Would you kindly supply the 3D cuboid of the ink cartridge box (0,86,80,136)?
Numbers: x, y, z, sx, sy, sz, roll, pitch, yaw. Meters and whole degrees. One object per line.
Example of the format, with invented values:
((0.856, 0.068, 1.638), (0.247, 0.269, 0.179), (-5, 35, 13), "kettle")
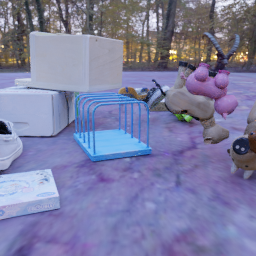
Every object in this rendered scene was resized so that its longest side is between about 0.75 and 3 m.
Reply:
((-2.550, -0.595, 7.827), (1.885, 1.068, 2.572), (1, 14, 3), "ink cartridge box")

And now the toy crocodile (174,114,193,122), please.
((1.826, -0.636, 8.978), (0.800, 0.732, 2.371), (-40, 13, 8), "toy crocodile")

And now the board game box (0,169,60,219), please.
((-1.433, 0.852, 3.705), (0.922, 0.200, 0.918), (-5, 14, -20), "board game box")

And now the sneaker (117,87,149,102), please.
((0.146, -1.490, 12.805), (1.828, 0.688, 0.806), (-3, 1, -40), "sneaker")

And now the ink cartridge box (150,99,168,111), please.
((1.218, -0.871, 10.526), (0.986, 0.370, 0.812), (-3, 15, -7), "ink cartridge box")

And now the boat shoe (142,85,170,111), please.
((0.749, -0.927, 8.165), (0.537, 0.443, 1.564), (-26, -8, -19), "boat shoe")

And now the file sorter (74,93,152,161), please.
((-0.405, -0.131, 5.959), (1.214, 1.073, 1.749), (-5, 14, -21), "file sorter")

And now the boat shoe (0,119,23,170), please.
((-2.341, 0.181, 5.115), (0.719, 0.684, 1.997), (11, 6, -10), "boat shoe")

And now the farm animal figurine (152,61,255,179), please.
((2.060, 0.022, 4.695), (2.768, 1.459, 2.799), (11, 15, -30), "farm animal figurine")

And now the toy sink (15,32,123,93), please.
((-1.603, -1.790, 7.491), (2.504, 1.403, 1.632), (9, 15, 27), "toy sink")
